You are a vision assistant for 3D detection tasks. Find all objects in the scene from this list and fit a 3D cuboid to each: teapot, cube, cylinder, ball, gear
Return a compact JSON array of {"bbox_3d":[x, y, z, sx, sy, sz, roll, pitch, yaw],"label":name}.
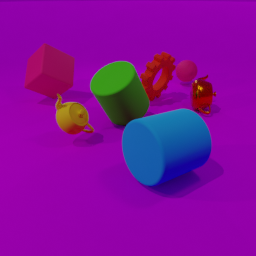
[{"bbox_3d":[2.347,-1.085,8.725,0.766,0.972,1.563,-1,60,6],"label":"teapot"},{"bbox_3d":[-2.567,-1.827,9.217,1.152,1.152,1.152,20,-31,-40],"label":"cube"},{"bbox_3d":[0.744,0.347,5.527,1.277,1.277,1.277,-14,30,-33],"label":"cylinder"},{"bbox_3d":[2.284,-2.222,10.928,0.844,0.844,0.844,0,27,0],"label":"ball"},{"bbox_3d":[0.977,-1.688,9.259,0.297,1.608,1.608,35,41,27],"label":"gear"},{"bbox_3d":[-1.313,-0.297,6.704,0.636,1.298,0.807,-24,33,37],"label":"teapot"},{"bbox_3d":[-0.196,-0.937,7.681,1.274,1.274,1.274,-14,47,16],"label":"cylinder"}]
